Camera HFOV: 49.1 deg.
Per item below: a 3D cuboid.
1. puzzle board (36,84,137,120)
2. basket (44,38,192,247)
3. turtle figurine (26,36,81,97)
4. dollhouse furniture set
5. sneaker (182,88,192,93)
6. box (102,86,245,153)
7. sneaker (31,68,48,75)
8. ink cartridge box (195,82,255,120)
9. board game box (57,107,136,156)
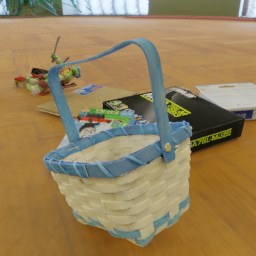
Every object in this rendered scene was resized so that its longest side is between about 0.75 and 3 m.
[{"bbox_3d":[-1.321,-0.910,9.759,2.200,0.254,2.919,14,29,28],"label":"puzzle board"},{"bbox_3d":[-0.277,0.193,4.446,1.905,2.738,2.414,-29,20,-38],"label":"basket"},{"bbox_3d":[-2.609,-1.976,9.325,1.815,1.872,1.347,-28,72,0],"label":"turtle figurine"},{"bbox_3d":[-3.606,-1.972,11.261,1.928,0.784,1.038,18,32,32],"label":"dollhouse furniture set"},{"bbox_3d":[1.796,-1.331,10.448,1.138,0.427,0.461,2,18,3],"label":"sneaker"},{"bbox_3d":[1.143,-0.282,7.960,2.858,0.703,2.959,-16,31,-23],"label":"box"},{"bbox_3d":[-3.523,-2.275,12.258,1.595,0.606,0.724,18,21,19],"label":"sneaker"},{"bbox_3d":[3.764,-0.940,9.515,2.383,0.485,2.388,-4,27,-9],"label":"ink cartridge box"},{"bbox_3d":[-0.773,0.292,6.505,1.413,0.342,1.868,7,48,19],"label":"board game box"}]
